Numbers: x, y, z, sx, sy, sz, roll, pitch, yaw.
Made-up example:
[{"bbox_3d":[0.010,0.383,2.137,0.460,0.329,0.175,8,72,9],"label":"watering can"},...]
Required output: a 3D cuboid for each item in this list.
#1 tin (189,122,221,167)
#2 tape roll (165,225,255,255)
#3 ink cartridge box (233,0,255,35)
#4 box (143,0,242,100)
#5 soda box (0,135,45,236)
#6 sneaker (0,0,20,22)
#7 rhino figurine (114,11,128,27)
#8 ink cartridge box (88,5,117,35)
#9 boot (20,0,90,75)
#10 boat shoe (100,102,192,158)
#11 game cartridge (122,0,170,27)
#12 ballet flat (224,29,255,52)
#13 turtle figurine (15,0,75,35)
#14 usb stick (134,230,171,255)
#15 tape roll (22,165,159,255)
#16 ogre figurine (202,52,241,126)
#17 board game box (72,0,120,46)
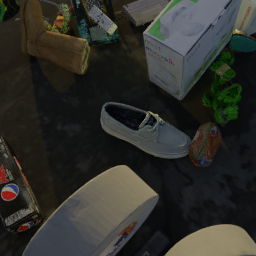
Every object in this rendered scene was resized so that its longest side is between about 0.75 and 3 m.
[{"bbox_3d":[2.234,0.468,8.118,0.797,0.298,1.424,45,62,-22],"label":"tin"},{"bbox_3d":[1.147,2.026,3.800,1.489,1.489,0.492,-17,33,-9],"label":"tape roll"},{"bbox_3d":[4.173,-4.641,10.572,0.864,1.474,2.040,-26,63,-14],"label":"ink cartridge box"},{"bbox_3d":[2.000,-2.777,8.502,1.441,2.630,2.981,36,81,19],"label":"box"},{"bbox_3d":[-3.123,1.471,7.392,0.801,0.895,2.529,-27,62,-16],"label":"soda box"},{"bbox_3d":[-2.548,-2.647,5.739,0.513,1.205,0.470,45,64,-3],"label":"sneaker"},{"bbox_3d":[-0.941,-4.421,10.971,1.938,0.579,0.847,13,69,4],"label":"rhino figurine"},{"bbox_3d":[-0.709,-3.060,7.991,0.751,0.548,0.317,43,103,1],"label":"ink cartridge box"},{"bbox_3d":[-2.430,-3.174,9.572,2.435,2.133,0.805,20,34,14],"label":"boot"},{"bbox_3d":[0.494,0.020,8.152,2.881,1.026,1.005,20,62,11],"label":"boat shoe"},{"bbox_3d":[0.839,-4.786,11.347,1.817,0.349,1.178,-26,67,-14],"label":"game cartridge"},{"bbox_3d":[3.620,-3.265,10.242,2.182,0.740,0.822,2,57,5],"label":"ballet flat"},{"bbox_3d":[-2.638,-4.243,10.271,1.962,1.412,1.902,33,47,-14],"label":"turtle figurine"},{"bbox_3d":[0.343,3.209,6.754,1.710,0.279,0.474,-41,68,-20],"label":"usb stick"},{"bbox_3d":[-0.674,2.173,5.802,2.930,2.930,0.968,-41,69,-21],"label":"tape roll"},{"bbox_3d":[2.931,-1.032,8.566,1.125,1.375,2.293,-15,60,-4],"label":"ogre figurine"},{"bbox_3d":[-1.248,-4.188,10.449,1.461,0.304,2.160,-12,87,-8],"label":"board game box"}]
